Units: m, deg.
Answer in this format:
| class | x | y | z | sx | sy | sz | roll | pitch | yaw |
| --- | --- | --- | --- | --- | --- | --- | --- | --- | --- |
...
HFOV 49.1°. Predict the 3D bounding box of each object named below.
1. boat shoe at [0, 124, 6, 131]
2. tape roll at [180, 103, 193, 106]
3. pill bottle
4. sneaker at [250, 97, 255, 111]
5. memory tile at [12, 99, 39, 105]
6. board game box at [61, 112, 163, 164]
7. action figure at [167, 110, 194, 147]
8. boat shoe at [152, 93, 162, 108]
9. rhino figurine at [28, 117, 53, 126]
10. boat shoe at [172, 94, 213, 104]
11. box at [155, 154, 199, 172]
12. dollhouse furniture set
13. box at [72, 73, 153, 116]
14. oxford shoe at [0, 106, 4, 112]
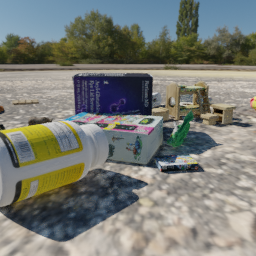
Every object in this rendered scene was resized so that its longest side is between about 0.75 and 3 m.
| class | x | y | z | sx | sy | sz | roll | pitch | yaw |
| --- | --- | --- | --- | --- | --- | --- | --- | --- | --- |
| boat shoe | -3.967 | -0.133 | 7.557 | 1.137 | 0.886 | 2.504 | -20 | 45 | -16 |
| tape roll | 2.971 | -1.110 | 14.168 | 1.109 | 0.203 | 1.109 | 0 | 15 | 0 |
| pill bottle | -1.576 | 0.562 | 5.618 | 1.326 | 1.326 | 2.382 | 14 | 18 | 43 |
| sneaker | 6.175 | -1.004 | 12.485 | 1.229 | 1.064 | 2.722 | -5 | 7 | 13 |
| memory tile | -5.734 | -1.455 | 15.655 | 1.404 | 0.118 | 1.076 | -5 | 16 | -22 |
| board game box | -0.476 | 0.168 | 8.054 | 2.649 | 0.852 | 1.955 | 4 | 15 | 17 |
| action figure | 1.509 | 0.133 | 8.308 | 0.442 | 0.954 | 1.615 | 13 | 26 | 23 |
| boat shoe | 0.863 | -1.441 | 14.191 | 0.849 | 0.896 | 2.562 | 1 | 12 | 29 |
| rhino figurine | -3.066 | -0.170 | 10.049 | 1.070 | 0.468 | 0.320 | -1 | 16 | -2 |
| boat shoe | 3.493 | -1.667 | 15.081 | 2.263 | 0.806 | 0.790 | -2 | 15 | -8 |
| box | 1.158 | 0.841 | 6.769 | 0.911 | 0.172 | 0.622 | -2 | 15 | -8 |
| dollhouse furniture set | 2.444 | -1.009 | 11.197 | 2.697 | 1.500 | 2.385 | -8 | 17 | -28 |
| box | -0.501 | -0.927 | 9.925 | 2.690 | 1.990 | 1.403 | -1 | 16 | -1 |
| oxford shoe | -6.139 | -0.970 | 13.318 | 0.377 | 0.377 | 1.057 | -5 | 14 | -12 |
